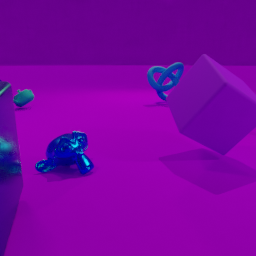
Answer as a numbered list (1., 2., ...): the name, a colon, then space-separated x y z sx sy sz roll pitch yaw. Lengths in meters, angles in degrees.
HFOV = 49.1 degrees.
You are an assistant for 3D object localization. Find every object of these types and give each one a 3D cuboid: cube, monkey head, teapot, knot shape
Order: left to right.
1. cube: -1.785 0.353 2.516 1.320 1.320 1.320 -3 20 -11
2. teapot: -3.678 -1.062 9.722 0.704 0.554 1.132 -24 16 28
3. monkey head: -0.889 0.432 4.384 1.029 0.740 0.620 -30 -5 -41
4. knot shape: 1.436 -1.870 10.965 1.511 1.614 0.746 11 15 -19
5. cube: 1.448 -0.385 4.727 1.049 1.049 1.049 26 30 -25
